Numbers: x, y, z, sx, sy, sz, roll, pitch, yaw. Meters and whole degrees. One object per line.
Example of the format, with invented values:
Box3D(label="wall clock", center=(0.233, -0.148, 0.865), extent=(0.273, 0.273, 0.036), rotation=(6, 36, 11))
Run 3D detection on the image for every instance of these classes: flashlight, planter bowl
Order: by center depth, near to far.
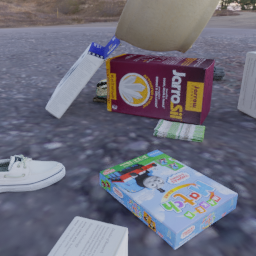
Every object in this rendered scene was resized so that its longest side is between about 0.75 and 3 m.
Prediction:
Box3D(label="planter bowl", center=(1.159, -3.171, 7.384), extent=(1.912, 2.840, 2.840), rotation=(31, 25, -5))
Box3D(label="flashlight", center=(3.084, -2.474, 12.368), extent=(2.181, 0.741, 0.738), rotation=(1, 68, -5))

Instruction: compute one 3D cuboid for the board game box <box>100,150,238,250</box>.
Box3D(label="board game box", center=(0.609, 1.029, 4.695), extent=(1.404, 0.340, 1.857), rotation=(-17, 29, -34))

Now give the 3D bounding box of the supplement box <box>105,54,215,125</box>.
Box3D(label="supplement box", center=(0.905, -1.223, 8.250), extent=(2.932, 1.618, 1.256), rotation=(10, 26, 24))

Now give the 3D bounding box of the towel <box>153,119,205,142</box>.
Box3D(label="towel", center=(1.334, 0.028, 7.193), extent=(1.229, 0.189, 0.917), rotation=(7, 25, 16))

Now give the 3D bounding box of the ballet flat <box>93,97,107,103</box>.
Box3D(label="ballet flat", center=(-0.810, -0.965, 9.475), extent=(0.790, 0.183, 0.266), rotation=(5, 24, 12))

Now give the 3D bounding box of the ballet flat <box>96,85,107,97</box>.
Box3D(label="ballet flat", center=(-0.570, -1.418, 10.255), extent=(1.260, 0.393, 0.425), rotation=(-15, 28, -31))

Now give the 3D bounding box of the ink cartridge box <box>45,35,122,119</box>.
Box3D(label="ink cartridge box", center=(-1.387, -1.920, 8.875), extent=(0.572, 2.816, 2.810), rotation=(38, 15, -19))

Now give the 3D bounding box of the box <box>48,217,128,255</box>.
Box3D(label="box", center=(-0.414, 1.565, 2.712), extent=(0.615, 0.936, 0.941), rotation=(7, 25, 16))

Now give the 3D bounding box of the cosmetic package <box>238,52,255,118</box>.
Box3D(label="cosmetic package", center=(4.507, -1.061, 7.637), extent=(1.799, 1.810, 2.163), rotation=(-6, 25, -15))

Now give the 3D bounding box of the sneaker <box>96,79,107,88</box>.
Box3D(label="sneaker", center=(-0.578, -1.735, 10.862), extent=(1.296, 0.507, 0.585), rotation=(-2, 21, -4))

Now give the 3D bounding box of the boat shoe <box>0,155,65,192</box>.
Box3D(label="boat shoe", center=(-1.984, 0.776, 4.988), extent=(1.697, 0.567, 0.624), rotation=(-10, 25, -21))
